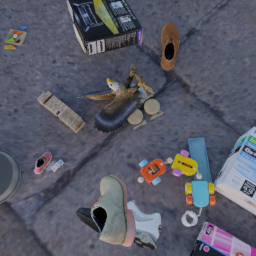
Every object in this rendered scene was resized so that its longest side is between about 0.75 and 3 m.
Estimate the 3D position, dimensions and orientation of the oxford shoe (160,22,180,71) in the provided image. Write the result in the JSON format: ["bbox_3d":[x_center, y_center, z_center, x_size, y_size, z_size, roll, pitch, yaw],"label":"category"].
[{"bbox_3d":[1.621,-3.218,10.579,0.735,0.735,2.062,3,71,2],"label":"oxford shoe"}]

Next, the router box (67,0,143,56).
[{"bbox_3d":[-0.683,-3.042,7.854,1.574,0.523,2.002,-17,61,-12],"label":"router box"}]

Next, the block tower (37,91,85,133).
[{"bbox_3d":[-2.339,-0.591,9.850,1.787,0.516,0.483,38,76,10],"label":"block tower"}]

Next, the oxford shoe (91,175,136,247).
[{"bbox_3d":[-0.385,1.482,5.520,0.679,1.840,0.651,13,108,-21],"label":"oxford shoe"}]

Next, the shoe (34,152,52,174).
[{"bbox_3d":[-2.765,1.068,9.198,0.326,0.415,0.913,26,48,-3],"label":"shoe"}]

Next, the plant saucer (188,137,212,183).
[{"bbox_3d":[2.423,1.141,9.483,0.573,0.155,1.638,-5,72,-1],"label":"plant saucer"}]

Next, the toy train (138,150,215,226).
[{"bbox_3d":[1.576,1.804,9.028,1.865,0.690,2.482,-38,73,-10],"label":"toy train"}]

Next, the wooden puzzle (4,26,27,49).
[{"bbox_3d":[-4.404,-3.563,10.991,0.754,0.131,1.118,8,72,2],"label":"wooden puzzle"}]

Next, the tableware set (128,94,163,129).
[{"bbox_3d":[0.544,-0.563,9.967,1.272,0.255,0.841,-29,83,-6],"label":"tableware set"}]

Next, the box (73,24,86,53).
[{"bbox_3d":[-0.982,-3.789,10.723,1.970,0.766,0.935,-24,74,-7],"label":"box"}]

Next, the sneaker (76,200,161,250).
[{"bbox_3d":[-0.221,2.320,7.301,2.270,0.841,1.004,12,53,17],"label":"sneaker"}]

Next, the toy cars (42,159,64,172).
[{"bbox_3d":[-2.621,1.268,9.406,0.946,0.210,0.424,-3,73,-1],"label":"toy cars"}]

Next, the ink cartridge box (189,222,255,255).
[{"bbox_3d":[3.236,3.997,8.441,2.500,0.464,1.184,29,74,6],"label":"ink cartridge box"}]

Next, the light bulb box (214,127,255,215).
[{"bbox_3d":[4.155,1.476,8.753,2.097,1.320,2.116,31,75,9],"label":"light bulb box"}]

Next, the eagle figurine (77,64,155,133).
[{"bbox_3d":[-0.409,-1.091,9.586,2.252,1.709,1.700,-40,108,11],"label":"eagle figurine"}]

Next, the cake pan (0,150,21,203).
[{"bbox_3d":[-4.537,1.591,9.233,1.886,0.346,1.886,0,72,0],"label":"cake pan"}]
